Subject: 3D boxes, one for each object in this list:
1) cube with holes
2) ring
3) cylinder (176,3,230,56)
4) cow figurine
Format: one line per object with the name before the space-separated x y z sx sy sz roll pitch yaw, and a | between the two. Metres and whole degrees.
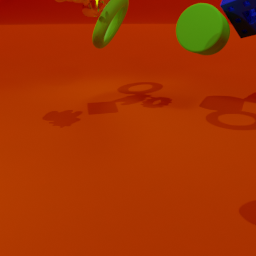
cube with holes | 3.821 -3.760 8.143 1.394 1.394 1.394 1 60 50
ring | -0.630 -3.824 10.130 0.417 2.086 2.086 32 26 0
cylinder | 2.237 -2.852 8.271 1.307 1.307 1.307 12 15 26
cow figurine | -1.322 -4.059 8.024 0.946 1.723 1.696 18 38 39
